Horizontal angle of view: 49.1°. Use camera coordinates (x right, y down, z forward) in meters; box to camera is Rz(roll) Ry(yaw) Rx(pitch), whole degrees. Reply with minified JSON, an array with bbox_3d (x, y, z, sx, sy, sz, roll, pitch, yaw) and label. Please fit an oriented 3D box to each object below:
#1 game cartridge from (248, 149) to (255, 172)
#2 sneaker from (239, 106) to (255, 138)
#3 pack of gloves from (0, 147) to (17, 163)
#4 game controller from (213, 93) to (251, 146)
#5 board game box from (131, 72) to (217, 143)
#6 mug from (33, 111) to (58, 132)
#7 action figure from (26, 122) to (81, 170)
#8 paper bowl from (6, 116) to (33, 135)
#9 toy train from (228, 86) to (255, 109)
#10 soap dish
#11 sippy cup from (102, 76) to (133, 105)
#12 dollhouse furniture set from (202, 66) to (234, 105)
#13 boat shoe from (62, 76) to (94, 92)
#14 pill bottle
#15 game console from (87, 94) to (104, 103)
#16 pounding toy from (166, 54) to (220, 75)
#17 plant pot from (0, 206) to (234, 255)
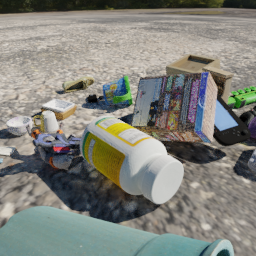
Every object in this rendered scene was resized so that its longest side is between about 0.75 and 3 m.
[{"bbox_3d":[5.409,1.082,8.392,2.946,0.602,1.961,21,43,33],"label":"game cartridge"},{"bbox_3d":[5.037,-0.516,11.098,1.228,1.062,2.805,6,28,22],"label":"sneaker"},{"bbox_3d":[-4.717,0.829,9.296,1.515,0.299,1.273,3,29,6],"label":"pack of gloves"},{"bbox_3d":[3.042,-0.450,9.674,1.327,0.536,2.545,-9,52,-28],"label":"game controller"},{"bbox_3d":[1.530,-0.636,9.286,2.446,1.950,1.184,2,-18,31],"label":"board game box"},{"bbox_3d":[-3.183,-0.264,10.915,0.848,0.696,0.679,-17,33,-28],"label":"mug"},{"bbox_3d":[-2.229,0.604,9.294,2.216,1.159,2.144,8,28,-34],"label":"action figure"},{"bbox_3d":[-4.138,-0.054,10.744,0.921,0.479,0.921,0,29,0],"label":"paper bowl"},{"bbox_3d":[5.208,-1.350,13.101,2.963,0.618,0.836,-16,42,-27],"label":"toy train"},{"bbox_3d":[-2.980,-0.799,12.116,1.245,0.506,0.979,13,31,24],"label":"soap dish"},{"bbox_3d":[-0.500,-1.656,13.042,1.274,1.365,1.738,-11,-9,1],"label":"sippy cup"},{"bbox_3d":[2.708,-1.209,11.387,2.939,1.913,2.700,-17,32,-29],"label":"dollhouse furniture set"},{"bbox_3d":[-2.568,-2.269,14.796,1.752,0.639,0.551,-14,41,-21],"label":"boat shoe"},{"bbox_3d":[0.057,0.843,7.852,1.627,1.627,2.886,-23,35,-36],"label":"pill bottle"},{"bbox_3d":[-1.360,-1.484,13.782,1.275,0.154,0.752,-6,29,-9],"label":"game console"},{"bbox_3d":[3.733,-2.659,14.718,2.519,1.791,2.319,-33,40,-30],"label":"pounding toy"},{"bbox_3d":[-0.477,2.505,3.693,2.938,3.000,3.000,9,29,31],"label":"plant pot"}]
